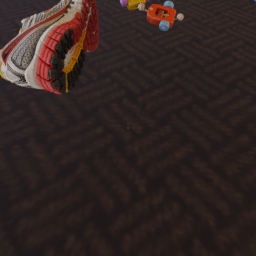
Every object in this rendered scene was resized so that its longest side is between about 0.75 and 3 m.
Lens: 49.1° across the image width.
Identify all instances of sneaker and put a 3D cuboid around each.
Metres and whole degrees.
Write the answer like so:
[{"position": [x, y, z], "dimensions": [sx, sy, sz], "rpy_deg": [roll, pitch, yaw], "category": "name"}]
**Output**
[{"position": [-1.121, -1.542, 4.362], "dimensions": [1.061, 1.006, 2.584], "rpy_deg": [6, 41, 10], "category": "sneaker"}]

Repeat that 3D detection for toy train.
[{"position": [0.396, -2.086, 4.406], "dimensions": [0.983, 0.364, 1.309], "rpy_deg": [10, 72, -1], "category": "toy train"}]

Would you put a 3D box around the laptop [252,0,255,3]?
[{"position": [2.545, -4.100, 7.480], "dimensions": [2.483, 2.201, 1.282], "rpy_deg": [-9, 78, 9], "category": "laptop"}]
